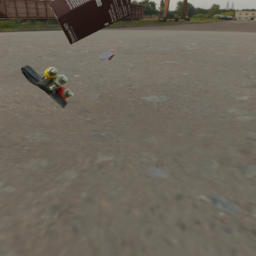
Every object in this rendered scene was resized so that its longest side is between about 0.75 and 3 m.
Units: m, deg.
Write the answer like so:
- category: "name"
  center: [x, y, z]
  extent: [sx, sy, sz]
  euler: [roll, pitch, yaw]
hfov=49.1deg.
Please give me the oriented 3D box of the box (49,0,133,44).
- category: "box"
  center: [-1.185, -4.039, 9.429]
  extent: [2.520, 1.262, 0.944]
  euler: [-27, 63, -1]

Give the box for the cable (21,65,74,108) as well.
- category: "cable"
  center: [-2.012, -1.147, 7.098]
  extent: [0.535, 1.033, 2.128]
  euler: [-41, 36, -17]

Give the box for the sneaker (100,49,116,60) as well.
- category: "sneaker"
  center: [-0.849, -2.958, 11.691]
  extent: [0.800, 0.310, 0.448]
  euler: [-29, -9, -25]
